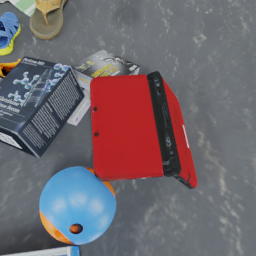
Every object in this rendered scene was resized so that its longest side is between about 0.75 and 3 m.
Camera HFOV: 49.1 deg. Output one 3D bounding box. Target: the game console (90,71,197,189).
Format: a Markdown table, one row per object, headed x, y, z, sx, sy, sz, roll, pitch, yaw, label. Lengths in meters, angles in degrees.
| x | y | z | sx | sy | sz | roll | pitch | yaw | label |
| --- | --- | --- | --- | --- | --- | --- | --- | --- | --- |
| 0.434 | 0.129 | 7.289 | 1.712 | 2.485 | 2.884 | -19 | 58 | 22 | game console |

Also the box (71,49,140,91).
| x | y | z | sx | sy | sz | roll | pitch | yaw | label |
| --- | --- | --- | --- | --- | --- | --- | --- | --- | --- |
| -0.683 | -1.697 | 8.596 | 1.476 | 0.451 | 1.864 | 28 | 40 | 14 | box |

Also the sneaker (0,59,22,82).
| x | y | z | sx | sy | sz | roll | pitch | yaw | label |
| --- | --- | --- | --- | --- | --- | --- | --- | --- | --- |
| -4.073 | -1.481 | 8.584 | 2.475 | 0.956 | 0.969 | -21 | 64 | -10 | sneaker |

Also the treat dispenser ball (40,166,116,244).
| x | y | z | sx | sy | sz | roll | pitch | yaw | label |
| --- | --- | --- | --- | --- | --- | --- | --- | --- | --- |
| -1.121 | 1.721 | 6.344 | 1.700 | 1.700 | 1.700 | 0 | 60 | 0 | treat dispenser ball |

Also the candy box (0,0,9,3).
| x | y | z | sx | sy | sz | roll | pitch | yaw | label |
| --- | --- | --- | --- | --- | --- | --- | --- | --- | --- |
| -5.947 | -5.505 | 10.951 | 2.568 | 0.783 | 1.751 | -22 | 62 | -13 | candy box |

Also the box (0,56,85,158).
| x | y | z | sx | sy | sz | roll | pitch | yaw | label |
| --- | --- | --- | --- | --- | --- | --- | --- | --- | --- |
| -2.645 | -0.642 | 7.734 | 1.743 | 1.257 | 2.349 | 17 | 60 | 24 | box |

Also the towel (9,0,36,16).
| x | y | z | sx | sy | sz | roll | pitch | yaw | label |
| --- | --- | --- | --- | --- | --- | --- | --- | --- | --- |
| -4.030 | -5.191 | 10.584 | 1.756 | 0.205 | 1.339 | 41 | 63 | -18 | towel |

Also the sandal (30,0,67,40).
| x | y | z | sx | sy | sz | roll | pitch | yaw | label |
| --- | --- | --- | --- | --- | --- | --- | --- | --- | --- |
| -2.873 | -4.608 | 10.327 | 1.205 | 0.810 | 2.999 | 11 | 70 | 5 | sandal |

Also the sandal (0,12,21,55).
| x | y | z | sx | sy | sz | roll | pitch | yaw | label |
| --- | --- | --- | --- | --- | --- | --- | --- | --- | --- |
| -4.291 | -3.465 | 9.798 | 0.740 | 0.810 | 1.862 | -4 | 59 | 0 | sandal |

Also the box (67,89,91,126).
| x | y | z | sx | sy | sz | roll | pitch | yaw | label |
| --- | --- | --- | --- | --- | --- | --- | --- | --- | --- |
| -1.305 | -0.838 | 8.546 | 0.349 | 0.326 | 1.683 | 18 | 61 | 23 | box |

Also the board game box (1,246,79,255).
| x | y | z | sx | sy | sz | roll | pitch | yaw | label |
| --- | --- | --- | --- | --- | --- | --- | --- | --- | --- |
| -2.267 | 3.879 | 5.376 | 2.745 | 0.767 | 2.687 | -7 | 67 | 1 | board game box |
